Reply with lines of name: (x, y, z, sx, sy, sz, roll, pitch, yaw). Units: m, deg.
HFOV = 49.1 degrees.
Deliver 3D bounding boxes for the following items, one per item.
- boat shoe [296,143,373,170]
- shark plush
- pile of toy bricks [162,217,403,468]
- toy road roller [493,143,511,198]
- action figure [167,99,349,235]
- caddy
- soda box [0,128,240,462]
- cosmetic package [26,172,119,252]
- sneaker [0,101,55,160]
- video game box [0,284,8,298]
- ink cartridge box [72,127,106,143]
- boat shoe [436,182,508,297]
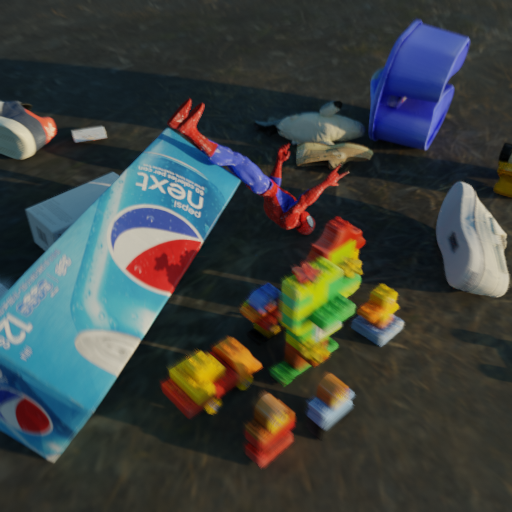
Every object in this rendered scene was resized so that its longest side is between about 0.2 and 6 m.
boat shoe: (1.667, -2.090, 11.994, 1.614, 0.575, 0.521, 4, 83, 7)
shark plush: (1.169, -2.837, 13.032, 2.574, 1.169, 1.072, -5, 13, 27)
pile of toy bricks: (0.674, 0.773, 7.272, 3.714, 1.834, 2.061, -31, 48, -33)
toy road roller: (5.251, -1.631, 11.303, 0.828, 0.983, 1.347, 23, 7, 26)
action figure: (0.221, -1.615, 9.392, 1.570, 3.171, 1.035, -46, 31, 1)
caddy: (3.520, -3.893, 12.776, 1.762, 2.373, 3.357, 22, 43, 17)
soda box: (-1.911, 0.205, 7.778, 1.534, 1.621, 4.780, 35, 41, -8)
cosmetic package: (-2.987, -0.713, 10.008, 1.815, 0.770, 0.976, -30, 48, -33)
sneaker: (-5.946, -3.147, 12.864, 3.033, 1.137, 1.282, 26, 45, 16)
video game box: (-4.123, 0.611, 7.581, 1.191, 1.085, 0.279, -44, 17, -11)
ink cartridge box: (-3.890, -2.779, 13.099, 0.738, 0.161, 0.640, -13, 41, -15)
boat shoe: (3.731, -0.293, 9.500, 0.916, 0.930, 2.623, 21, 38, -6)
